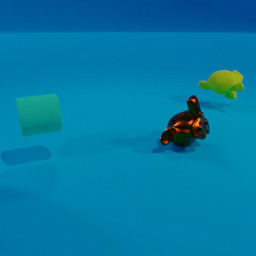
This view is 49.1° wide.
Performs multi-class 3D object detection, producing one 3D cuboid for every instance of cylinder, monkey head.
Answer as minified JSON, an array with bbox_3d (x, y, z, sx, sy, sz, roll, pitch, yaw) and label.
[{"bbox_3d":[-1.673,-0.244,5.275,0.726,0.726,0.726,-10,23,-21],"label":"cylinder"},{"bbox_3d":[3.046,-1.287,8.813,0.911,1.087,1.511,-34,31,-33],"label":"monkey head"},{"bbox_3d":[1.229,-0.146,6.063,0.880,1.050,1.460,-7,18,36],"label":"monkey head"}]
